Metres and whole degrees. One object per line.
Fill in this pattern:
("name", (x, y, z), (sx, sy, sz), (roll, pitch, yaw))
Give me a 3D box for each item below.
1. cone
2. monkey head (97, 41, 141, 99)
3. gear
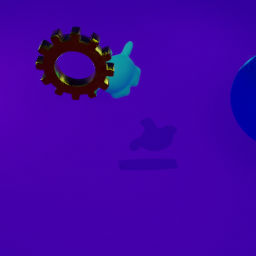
("cone", (3.015, -0.659, 4.985), (1.673, 1.667, 1.667), (-21, 59, -38))
("monkey head", (-0.331, -1.395, 7.071), (1.619, 0.975, 1.165), (-47, 38, 8))
("gear", (-1.057, -1.256, 5.690), (1.533, 1.533, 0.284), (-1, 44, 0))
